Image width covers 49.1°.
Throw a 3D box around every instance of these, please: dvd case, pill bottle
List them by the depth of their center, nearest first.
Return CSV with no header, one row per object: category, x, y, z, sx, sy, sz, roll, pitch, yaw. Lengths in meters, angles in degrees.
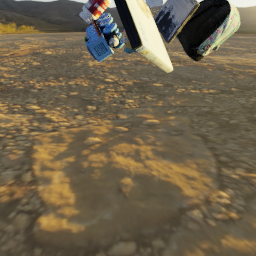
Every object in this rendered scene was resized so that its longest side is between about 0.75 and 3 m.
dvd case,0.231,-1.762,4.680,0.179,1.458,2.044,-22,-6,20
dvd case,1.237,-3.045,7.422,0.156,1.260,0.947,-1,56,-39
pill bottle,-1.219,-4.424,10.265,0.651,1.152,0.651,42,18,-17

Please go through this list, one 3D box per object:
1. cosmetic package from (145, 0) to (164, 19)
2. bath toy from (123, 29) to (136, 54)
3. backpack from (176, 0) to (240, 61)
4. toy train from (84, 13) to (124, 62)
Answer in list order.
cosmetic package,0.833,-4.422,9.219,0.589,1.389,0.747,-9,-7,7
bath toy,0.062,-1.638,4.966,0.370,0.314,0.850,32,36,-28
backpack,2.506,-3.170,8.768,1.166,1.841,1.537,7,51,-49
toy train,-1.009,-3.560,10.811,1.365,1.036,2.390,-30,40,7
